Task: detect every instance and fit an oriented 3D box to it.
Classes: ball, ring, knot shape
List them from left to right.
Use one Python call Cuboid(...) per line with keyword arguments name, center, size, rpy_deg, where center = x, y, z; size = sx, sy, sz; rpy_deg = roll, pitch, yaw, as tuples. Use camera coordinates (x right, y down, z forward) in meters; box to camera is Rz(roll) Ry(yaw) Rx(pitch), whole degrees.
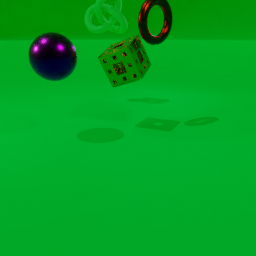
Cuboid(name="ball", center=(-1.995, -1.895, 7.492), size=(1.270, 1.270, 1.270), rpy_deg=(0, 19, 0))
Cuboid(name="knot shape", center=(-0.945, -4.412, 11.082), size=(1.646, 1.759, 0.813), rpy_deg=(-14, 37, 13))
Cuboid(name="ring", center=(0.836, -3.203, 8.378), size=(1.402, 1.402, 0.280), rpy_deg=(-17, 28, -39))

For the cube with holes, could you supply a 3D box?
Cuboid(name="cube with holes", center=(-0.074, -2.031, 8.531), size=(1.037, 1.037, 1.037), rpy_deg=(-11, 31, 30))
